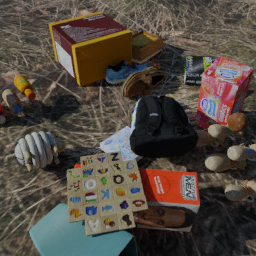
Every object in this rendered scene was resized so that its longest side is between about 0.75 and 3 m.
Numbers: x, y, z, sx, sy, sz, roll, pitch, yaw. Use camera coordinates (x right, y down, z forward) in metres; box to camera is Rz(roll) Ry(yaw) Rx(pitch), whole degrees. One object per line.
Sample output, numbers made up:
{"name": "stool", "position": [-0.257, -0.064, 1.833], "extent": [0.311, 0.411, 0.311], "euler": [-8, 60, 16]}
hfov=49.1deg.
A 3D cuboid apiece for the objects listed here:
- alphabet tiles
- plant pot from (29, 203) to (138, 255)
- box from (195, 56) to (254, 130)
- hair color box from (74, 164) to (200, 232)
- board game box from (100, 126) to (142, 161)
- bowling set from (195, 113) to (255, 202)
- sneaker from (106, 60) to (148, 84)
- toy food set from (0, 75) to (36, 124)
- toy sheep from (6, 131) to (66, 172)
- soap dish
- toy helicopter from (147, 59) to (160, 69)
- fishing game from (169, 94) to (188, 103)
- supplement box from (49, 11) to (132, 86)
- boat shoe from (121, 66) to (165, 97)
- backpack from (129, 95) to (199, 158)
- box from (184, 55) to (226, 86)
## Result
{"name": "alphabet tiles", "position": [-0.510, 1.364, 6.293], "extent": [1.677, 0.064, 2.016], "euler": [-8, 46, -5]}
{"name": "plant pot", "position": [-1.055, 2.732, 6.154], "extent": [2.106, 1.488, 1.487], "euler": [23, 48, 34]}
{"name": "box", "position": [3.103, -0.957, 9.263], "extent": [1.187, 2.382, 1.137], "euler": [31, 59, 28]}
{"name": "hair color box", "position": [0.151, 1.769, 7.017], "extent": [2.984, 1.514, 0.914], "euler": [3, 48, 4]}
{"name": "board game box", "position": [-0.029, 0.597, 9.176], "extent": [1.267, 0.261, 1.264], "euler": [-32, 52, -33]}
{"name": "bowling set", "position": [3.180, 0.530, 8.021], "extent": [1.508, 1.955, 2.809], "euler": [1, 45, -30]}
{"name": "sneaker", "position": [-0.005, -2.481, 12.031], "extent": [1.945, 0.875, 0.762], "euler": [-14, 45, -15]}
{"name": "toy food set", "position": [-4.855, -0.971, 9.960], "extent": [2.884, 1.377, 1.297], "euler": [-12, 43, -37]}
{"name": "toy sheep", "position": [-2.750, 0.684, 8.471], "extent": [1.771, 1.221, 1.221], "euler": [-11, 43, -29]}
{"name": "soap dish", "position": [0.641, -4.054, 13.763], "extent": [1.549, 0.800, 1.969], "euler": [30, 50, 28]}
{"name": "toy helicopter", "position": [0.895, -2.811, 12.731], "extent": [1.170, 0.461, 0.774], "euler": [2, 46, 16]}
{"name": "fishing game", "position": [1.468, -0.506, 10.168], "extent": [1.073, 0.233, 1.499], "euler": [19, 71, 17]}
{"name": "supplement box", "position": [-1.650, -3.665, 12.608], "extent": [2.692, 1.812, 2.729], "euler": [-24, 48, -24]}
{"name": "boat shoe", "position": [0.665, -1.889, 11.435], "extent": [0.789, 0.834, 2.319], "euler": [28, 50, 27]}
{"name": "backpack", "position": [0.963, -0.115, 8.729], "extent": [1.951, 1.838, 2.391], "euler": [-4, 46, -1]}
{"name": "box", "position": [3.459, -2.539, 12.403], "extent": [1.878, 0.462, 1.945], "euler": [4, 44, 8]}
